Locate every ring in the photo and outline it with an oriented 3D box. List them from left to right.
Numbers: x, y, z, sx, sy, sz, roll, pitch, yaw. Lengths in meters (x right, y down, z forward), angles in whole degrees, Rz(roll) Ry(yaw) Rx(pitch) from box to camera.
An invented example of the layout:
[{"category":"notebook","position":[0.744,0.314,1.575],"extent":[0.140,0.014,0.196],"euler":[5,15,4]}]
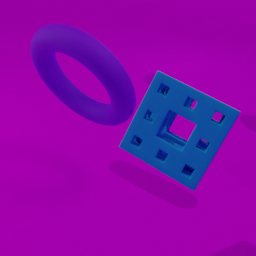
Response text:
[{"category":"ring","position":[-0.713,-0.746,4.385],"extent":[1.903,1.903,0.381],"euler":[22,61,27]}]

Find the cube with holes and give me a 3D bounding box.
[{"category":"cube with holes","position":[0.489,0.000,2.598],"extent":[0.723,0.723,0.723],"euler":[30,11,13]}]
